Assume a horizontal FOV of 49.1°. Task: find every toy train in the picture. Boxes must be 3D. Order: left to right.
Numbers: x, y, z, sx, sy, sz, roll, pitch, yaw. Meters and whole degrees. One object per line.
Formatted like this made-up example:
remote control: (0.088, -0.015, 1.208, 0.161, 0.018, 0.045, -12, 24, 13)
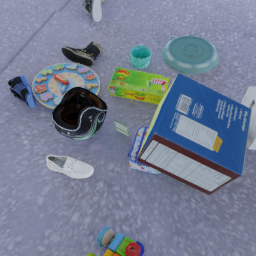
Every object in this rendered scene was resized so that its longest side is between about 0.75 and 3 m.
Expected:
toy train: (-0.713, 3.994, 7.637, 1.413, 1.033, 2.441, 22, 56, 28)

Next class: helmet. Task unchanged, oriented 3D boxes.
helmet: (-1.799, -0.417, 10.350, 1.774, 1.861, 1.861, -51, 59, 18)

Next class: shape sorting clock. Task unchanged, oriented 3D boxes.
shape sorting clock: (-2.685, -1.917, 12.222, 2.923, 0.574, 2.923, 0, 54, 0)

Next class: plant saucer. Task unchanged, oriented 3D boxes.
plant saucer: (3.061, -3.702, 13.683, 2.790, 0.382, 2.790, 0, 54, 1)

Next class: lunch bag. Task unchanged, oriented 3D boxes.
lunch bag: (0.748, 0.791, 10.180, 1.386, 0.653, 1.729, 13, 53, 11)

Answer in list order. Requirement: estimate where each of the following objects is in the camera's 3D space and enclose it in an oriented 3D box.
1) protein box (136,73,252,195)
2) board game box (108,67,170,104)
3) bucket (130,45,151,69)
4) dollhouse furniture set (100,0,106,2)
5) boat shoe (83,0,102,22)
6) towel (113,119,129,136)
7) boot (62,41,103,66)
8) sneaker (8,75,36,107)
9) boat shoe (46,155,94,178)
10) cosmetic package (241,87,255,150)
protein box: (2.207, 0.206, 9.288, 2.770, 1.869, 2.750, 26, 55, -2)
board game box: (0.480, -1.835, 12.159, 2.422, 0.577, 1.230, 12, 54, 9)
bucket: (0.593, -3.338, 13.224, 1.025, 0.667, 1.025, 0, 53, 0)
dollhouse furniture set: (-2.063, -8.347, 16.348, 1.065, 1.633, 1.541, -23, 56, -17)
boat shoe: (-2.023, -6.852, 15.654, 0.991, 1.008, 2.795, -5, 52, 1)
towel: (-0.249, 0.001, 10.667, 0.598, 0.784, 0.092, 28, 70, 21)
boot: (-2.181, -3.734, 13.563, 1.724, 0.622, 1.302, 24, 55, 10)
sneaker: (-4.500, -1.473, 11.862, 0.790, 0.711, 2.028, -24, 50, -15)
boat shoe: (-2.067, 1.310, 9.804, 1.733, 0.601, 0.614, 9, 54, 7)
cosmetic package: (5.239, -0.369, 10.463, 1.537, 1.536, 1.864, 0, 53, 0)
